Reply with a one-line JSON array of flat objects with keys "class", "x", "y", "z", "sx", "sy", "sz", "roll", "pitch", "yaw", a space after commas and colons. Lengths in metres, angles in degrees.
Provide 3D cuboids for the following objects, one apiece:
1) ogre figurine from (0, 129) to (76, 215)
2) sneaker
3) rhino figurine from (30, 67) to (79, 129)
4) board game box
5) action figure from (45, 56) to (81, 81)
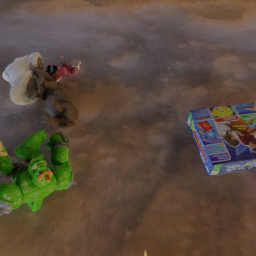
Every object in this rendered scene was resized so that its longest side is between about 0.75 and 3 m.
[{"class": "ogre figurine", "x": -2.468, "y": 1.017, "z": 6.860, "sx": 1.416, "sy": 2.886, "sz": 1.730, "roll": -48, "pitch": 68, "yaw": 18}, {"class": "sneaker", "x": -3.655, "y": -1.606, "z": 9.466, "sx": 1.257, "sy": 0.986, "sz": 2.530, "roll": -6, "pitch": 41, "yaw": 3}, {"class": "rhino figurine", "x": -2.385, "y": -1.051, "z": 8.812, "sx": 0.852, "sy": 1.246, "sz": 2.850, "roll": -45, "pitch": 52, "yaw": 16}, {"class": "board game box", "x": 3.467, "y": 0.189, "z": 8.112, "sx": 2.991, "sy": 0.515, "sz": 2.025, "roll": -7, "pitch": 50, "yaw": -5}, {"class": "action figure", "x": -2.185, "y": -1.993, "z": 9.902, "sx": 1.315, "sy": 0.979, "sz": 0.881, "roll": -14, "pitch": 33, "yaw": -42}]
